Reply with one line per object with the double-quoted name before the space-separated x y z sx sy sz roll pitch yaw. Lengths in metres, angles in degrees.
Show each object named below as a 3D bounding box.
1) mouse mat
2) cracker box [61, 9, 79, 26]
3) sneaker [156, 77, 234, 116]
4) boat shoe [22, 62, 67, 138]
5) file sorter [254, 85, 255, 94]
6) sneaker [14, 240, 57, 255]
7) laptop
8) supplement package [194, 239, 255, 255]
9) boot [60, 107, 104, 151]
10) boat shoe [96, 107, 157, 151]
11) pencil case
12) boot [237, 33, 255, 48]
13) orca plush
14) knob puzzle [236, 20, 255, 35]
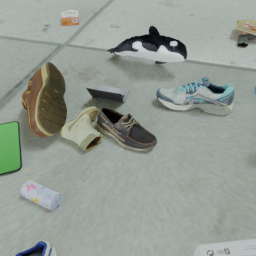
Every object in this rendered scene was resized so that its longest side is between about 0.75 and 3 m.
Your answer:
"mouse mat" -3.163 0.505 6.399 1.384 0.065 1.720 -13 43 -13
"cracker box" -2.507 -4.817 12.181 0.730 0.315 1.090 -6 41 -7
"sneaker" 1.791 -0.976 7.444 2.051 0.885 0.796 6 42 7
"boat shoe" -2.191 -0.661 7.187 0.912 0.972 2.702 -28 40 13
"file sorter" 4.328 -1.324 7.879 1.234 0.856 0.757 -21 43 -22
"sneaker" -1.722 2.153 4.175 1.321 0.582 0.497 -33 52 -30
"laptop" -0.520 -1.061 7.752 0.950 0.588 1.015 12 43 9
"supplement package" 1.667 2.534 2.968 1.608 1.597 2.119 -4 42 -4
"boot" -0.902 0.009 6.705 0.906 0.422 1.171 29 51 27
"boat shoe" -0.085 0.000 6.559 1.659 0.608 0.618 23 47 23
"pencil case" -1.658 1.265 5.358 0.788 0.327 0.357 17 43 18
"boot" 4.455 -3.281 10.485 0.721 0.288 0.793 -2 33 19
"orca plush" 0.686 -2.722 8.975 2.684 0.954 1.412 12 -6 45
"knob puzzle" 5.168 -3.847 11.094 2.040 0.283 2.040 8 38 -6
